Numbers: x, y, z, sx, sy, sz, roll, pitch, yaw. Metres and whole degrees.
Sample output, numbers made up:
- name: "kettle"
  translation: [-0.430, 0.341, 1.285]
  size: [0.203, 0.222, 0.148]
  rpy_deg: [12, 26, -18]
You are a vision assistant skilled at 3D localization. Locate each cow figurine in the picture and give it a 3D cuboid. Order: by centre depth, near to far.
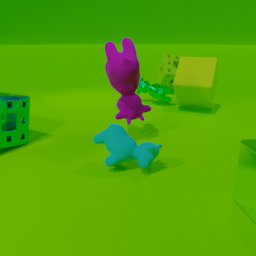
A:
- name: "cow figurine"
  translation: [0.020, 0.350, 5.669]
  size: [1.155, 1.174, 0.644]
  rpy_deg: [-30, -9, 9]
- name: "cow figurine"
  translation: [-0.025, -1.051, 6.781]
  size: [0.951, 1.704, 1.732]
  rpy_deg: [-15, -18, -6]
- name: "cow figurine"
  translation: [0.990, -1.509, 11.124]
  size: [1.357, 0.757, 1.379]
  rpy_deg: [12, 15, -15]

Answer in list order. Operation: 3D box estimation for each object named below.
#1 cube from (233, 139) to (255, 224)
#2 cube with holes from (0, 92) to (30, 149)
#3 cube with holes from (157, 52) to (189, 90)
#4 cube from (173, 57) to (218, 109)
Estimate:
- name: "cube"
  translation: [2.345, 0.822, 4.119]
  size: [1.071, 1.071, 1.071]
  rpy_deg: [-2, 18, -7]
- name: "cube with holes"
  translation: [-3.266, -0.227, 6.741]
  size: [1.200, 1.200, 1.200]
  rpy_deg: [10, 10, 26]
- name: "cube with holes"
  translation: [2.115, -2.618, 13.091]
  size: [1.177, 1.177, 1.177]
  rpy_deg: [6, -25, -9]
- name: "cube"
  translation: [2.451, -1.622, 10.027]
  size: [1.293, 1.293, 1.293]
  rpy_deg: [8, 63, 22]
